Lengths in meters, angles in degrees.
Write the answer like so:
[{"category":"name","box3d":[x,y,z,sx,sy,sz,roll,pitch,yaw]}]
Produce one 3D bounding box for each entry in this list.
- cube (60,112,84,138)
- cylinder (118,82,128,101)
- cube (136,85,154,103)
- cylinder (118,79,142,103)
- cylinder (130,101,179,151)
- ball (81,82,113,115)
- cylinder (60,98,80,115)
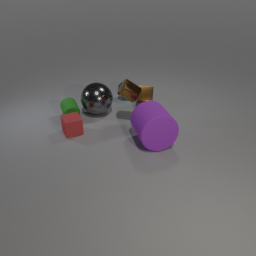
[{"category":"cube","box3d":[-2.181,-0.121,10.918,0.700,0.700,0.700,-14,35,-22]},{"category":"cylinder","box3d":[-0.053,-1.805,13.577,0.700,0.700,0.700,-8,57,12]},{"category":"cube","box3d":[0.776,-1.540,13.035,0.700,0.700,0.700,5,-4,-2]},{"category":"cylinder","box3d":[0.058,-1.459,11.003,0.700,0.700,0.700,28,24,-20]},{"category":"cylinder","box3d":[0.932,-0.100,10.170,1.400,1.400,1.400,-8,30,-13]},{"category":"ball","box3d":[-1.358,-1.275,12.195,1.400,1.400,1.400,0,31,0]},{"category":"cylinder","box3d":[-2.471,-0.820,11.966,0.700,0.700,0.700,-13,48,-21]}]
